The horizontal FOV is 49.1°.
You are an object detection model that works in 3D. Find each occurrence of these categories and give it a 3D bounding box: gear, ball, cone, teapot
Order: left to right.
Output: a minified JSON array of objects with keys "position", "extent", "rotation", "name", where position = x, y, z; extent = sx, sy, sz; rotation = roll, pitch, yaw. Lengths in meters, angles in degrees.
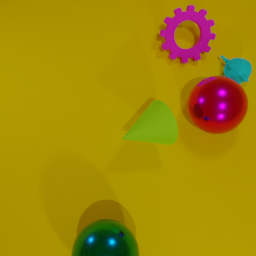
[{"position":[-0.453,2.560,5.668],"extent":[1.372,1.372,1.372],"rotation":[0,72,0],"name":"ball"},{"position":[0.341,0.053,6.263],"extent":[1.099,1.095,1.095],"rotation":[-21,73,-23],"name":"cone"},{"position":[1.575,-2.471,7.433],"extent":[1.417,0.262,1.417],"rotation":[0,110,0],"name":"gear"},{"position":[2.107,-0.545,6.657],"extent":[1.385,1.385,1.385],"rotation":[0,72,0],"name":"ball"},{"position":[2.805,-1.541,7.322],"extent":[0.704,0.554,1.132],"rotation":[-49,42,25],"name":"teapot"}]
